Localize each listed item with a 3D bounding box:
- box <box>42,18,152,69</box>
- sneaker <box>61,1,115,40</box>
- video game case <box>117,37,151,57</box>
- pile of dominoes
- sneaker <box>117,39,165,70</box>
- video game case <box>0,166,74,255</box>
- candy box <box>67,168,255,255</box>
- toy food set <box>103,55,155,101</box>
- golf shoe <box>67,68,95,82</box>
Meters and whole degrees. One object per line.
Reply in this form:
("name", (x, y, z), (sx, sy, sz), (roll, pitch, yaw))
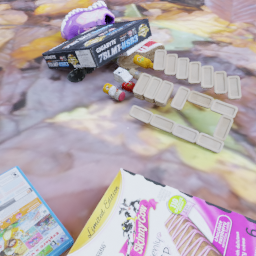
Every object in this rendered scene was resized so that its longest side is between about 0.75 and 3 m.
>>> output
("box", (-1.015, -2.731, 9.084), (2.608, 0.653, 2.627), (13, 42, 42))
("sneaker", (-1.458, -4.050, 10.896), (1.106, 1.006, 2.501), (42, 59, 14))
("video game case", (-0.078, -2.659, 9.186), (1.180, 0.149, 1.295), (8, 40, 40))
("pile of dominoes", (1.508, -0.766, 7.413), (2.709, 0.431, 2.112), (24, 79, 17))
("sneaker", (0.239, -2.621, 9.581), (1.860, 0.663, 1.046), (-23, 49, -25))
("video game case", (-2.333, 1.850, 5.334), (1.620, 0.201, 2.263), (-31, 52, -29))
("candy box", (0.701, 2.036, 4.667), (2.797, 0.853, 1.907), (18, 48, 18))
("toy food set", (0.105, -1.328, 8.143), (0.767, 0.814, 1.704), (29, 57, 24))
("golf shoe", (-1.561, -1.792, 8.978), (0.516, 0.425, 1.093), (18, 43, 41))
